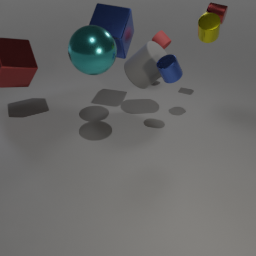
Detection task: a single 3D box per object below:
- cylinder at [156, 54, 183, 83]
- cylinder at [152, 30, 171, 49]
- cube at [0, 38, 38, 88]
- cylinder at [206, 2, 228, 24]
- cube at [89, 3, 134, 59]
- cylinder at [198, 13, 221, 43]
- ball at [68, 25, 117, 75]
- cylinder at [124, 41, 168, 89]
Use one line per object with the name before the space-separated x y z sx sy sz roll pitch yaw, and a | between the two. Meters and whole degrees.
cylinder | 1.403 -1.987 9.435 0.700 0.700 0.700 -19 45 19
cylinder | 1.646 -4.283 13.740 0.700 0.700 0.700 49 45 4
cube | -4.617 -2.559 11.123 1.400 1.400 1.400 -9 70 -39
cylinder | 3.520 -4.569 11.177 0.700 0.700 0.700 21 36 18
cube | -0.647 -3.803 11.079 1.400 1.400 1.400 13 75 10
cylinder | 2.686 -3.317 9.307 0.700 0.700 0.700 -4 70 12
ball | -1.024 -2.233 8.090 1.400 1.400 1.400 0 31 0
cylinder | 0.797 -2.536 11.372 1.400 1.400 1.400 -34 10 37
